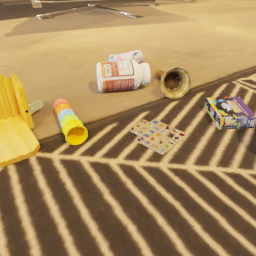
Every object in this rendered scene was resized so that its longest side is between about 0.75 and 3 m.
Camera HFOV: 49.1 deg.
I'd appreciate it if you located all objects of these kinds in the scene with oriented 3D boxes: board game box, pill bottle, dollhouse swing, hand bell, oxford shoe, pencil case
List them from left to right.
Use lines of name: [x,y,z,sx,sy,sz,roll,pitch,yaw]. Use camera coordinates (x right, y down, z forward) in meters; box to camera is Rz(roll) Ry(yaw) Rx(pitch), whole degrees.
dollhouse swing: [-4.845,-0.284,9.836,2.895,2.631,2.545,-20,28,-27]
oxford shoe: [-4.340,-0.758,12.139,1.404,0.528,0.405,-31,3,-26]
pill bottle: [-0.238,-2.606,13.923,2.540,1.425,1.425,-5,34,-9]
pencil case: [-0.110,-4.063,16.573,2.040,0.848,0.925,-17,49,-24]
hand bell: [1.905,-2.587,14.390,1.502,1.502,2.886,-8,22,-12]
board game box: [4.297,-0.677,11.867,1.540,0.528,1.863,-4,34,-4]

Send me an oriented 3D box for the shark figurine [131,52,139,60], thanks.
shark figurine: [0.393,-3.653,16.155,0.862,1.442,0.602,-18,-18,29]

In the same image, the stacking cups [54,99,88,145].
stacking cups: [-2.475,-0.384,11.206,0.849,0.849,2.805,-16,36,-22]

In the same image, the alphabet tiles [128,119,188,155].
alphabet tiles: [1.047,0.232,10.937,1.982,0.075,1.657,27,43,34]
